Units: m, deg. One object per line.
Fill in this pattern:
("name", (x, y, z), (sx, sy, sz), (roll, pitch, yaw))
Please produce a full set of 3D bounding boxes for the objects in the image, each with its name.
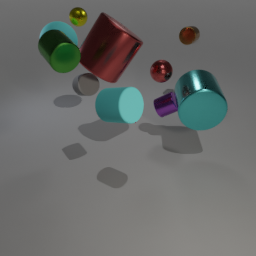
("cylinder", (-0.522, -2.218, 7.845), (1.400, 1.400, 1.400), (32, 20, -13))
("ball", (1.027, -1.747, 8.625), (0.700, 0.700, 0.700), (0, 29, 0))
("cylinder", (2.524, -3.802, 11.491), (0.700, 0.700, 0.700), (14, 26, 23))
("cylinder", (2.173, -0.870, 8.552), (1.400, 1.400, 1.400), (2, 35, 3))
("cylinder", (1.349, -0.808, 9.706), (0.700, 0.700, 0.700), (-23, 19, 27))
("cylinder", (-0.169, -0.452, 5.549), (0.700, 0.700, 0.700), (5, 25, 43))
("ball", (-2.604, -3.277, 10.561), (1.400, 1.400, 1.400), (0, 29, 0))
("ball", (-1.899, -4.245, 10.711), (0.700, 0.700, 0.700), (0, 29, 0))
("cylinder", (-1.476, -1.649, 6.020), (0.700, 0.700, 0.700), (-18, 48, -29))
("cylinder", (-1.343, -1.376, 8.887), (0.700, 0.700, 0.700), (-14, 13, -24))
